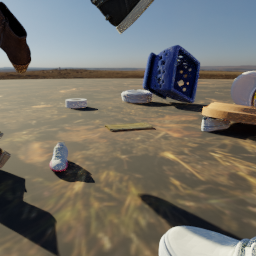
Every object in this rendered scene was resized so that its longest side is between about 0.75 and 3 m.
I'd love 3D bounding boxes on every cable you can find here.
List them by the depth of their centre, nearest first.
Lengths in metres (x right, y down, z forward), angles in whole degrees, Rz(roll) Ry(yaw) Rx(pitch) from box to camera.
[{"bbox_3d":[0.466,-1.700,15.139,1.688,0.584,1.688,-12,18,-41],"label":"cable"}]

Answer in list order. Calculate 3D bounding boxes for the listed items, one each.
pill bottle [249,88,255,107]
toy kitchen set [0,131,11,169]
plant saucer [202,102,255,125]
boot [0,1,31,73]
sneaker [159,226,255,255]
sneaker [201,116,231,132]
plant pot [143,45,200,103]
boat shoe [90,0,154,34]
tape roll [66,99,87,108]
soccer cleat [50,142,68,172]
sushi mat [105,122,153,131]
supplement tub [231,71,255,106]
[{"bbox_3d":[5.704,-0.958,10.413,1.114,1.114,2.040,-9,16,-36],"label":"pill bottle"},{"bbox_3d":[-2.284,0.517,4.645,0.832,0.922,0.752,16,-22,51],"label":"toy kitchen set"},{"bbox_3d":[3.774,-0.419,8.486,2.943,0.475,2.943,8,8,-1],"label":"plant saucer"},{"bbox_3d":[-3.085,-2.560,7.043,0.757,2.093,1.741,-32,-8,-27],"label":"boot"},{"bbox_3d":[1.157,1.052,1.904,2.190,0.775,0.800,11,17,43],"label":"sneaker"},{"bbox_3d":[2.712,-0.211,8.482,1.323,0.468,0.483,-11,17,-43],"label":"sneaker"},{"bbox_3d":[2.146,-2.645,14.370,2.076,2.309,2.309,5,-8,42],"label":"plant pot"},{"bbox_3d":[0.482,-2.734,4.352,0.882,2.608,0.937,43,14,-8],"label":"boat shoe"},{"bbox_3d":[-2.433,-1.164,13.177,0.998,0.349,0.998,0,12,0],"label":"tape roll"},{"bbox_3d":[-1.304,0.517,5.279,0.326,0.403,0.934,-2,13,-10],"label":"soccer cleat"},{"bbox_3d":[0.019,-0.048,8.643,1.385,0.084,0.662,-4,13,-17],"label":"sushi mat"},{"bbox_3d":[5.663,-1.729,12.661,1.686,1.686,2.319,6,13,27],"label":"supplement tub"}]
